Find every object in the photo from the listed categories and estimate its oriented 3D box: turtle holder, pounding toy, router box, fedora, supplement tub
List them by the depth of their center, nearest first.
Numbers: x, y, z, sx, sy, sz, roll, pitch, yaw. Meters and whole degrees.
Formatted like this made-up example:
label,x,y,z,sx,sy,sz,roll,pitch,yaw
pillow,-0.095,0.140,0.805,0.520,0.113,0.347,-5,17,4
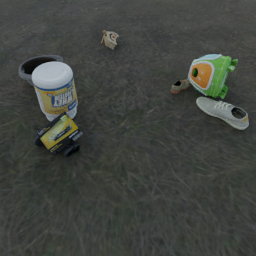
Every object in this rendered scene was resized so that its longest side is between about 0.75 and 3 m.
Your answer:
label,x,y,z,sx,sy,sz,roll,pitch,yaw
router box,-2.623,0.209,10.754,1.400,0.366,1.101,-39,73,-7
supplement tub,-2.985,-1.451,11.742,1.598,2.209,1.598,0,46,0
turtle holder,3.917,-2.622,13.013,1.839,1.968,2.590,20,51,17
fedora,-4.150,-2.677,13.711,2.230,1.007,1.972,-5,45,5
pounding toy,-1.038,-5.090,16.382,0.815,0.818,1.426,9,51,-30

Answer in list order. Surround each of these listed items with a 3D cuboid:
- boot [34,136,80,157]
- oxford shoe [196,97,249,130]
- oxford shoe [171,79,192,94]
label,x,y,z,sx,sy,sz,roll,pitch,yaw
boot,-2.803,0.668,11.062,1.224,0.488,1.486,-40,65,-23
oxford shoe,4.144,-0.829,12.230,2.487,0.718,0.935,35,59,30
oxford shoe,2.639,-2.124,13.556,1.315,0.492,0.463,-33,55,-27
